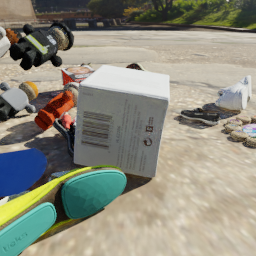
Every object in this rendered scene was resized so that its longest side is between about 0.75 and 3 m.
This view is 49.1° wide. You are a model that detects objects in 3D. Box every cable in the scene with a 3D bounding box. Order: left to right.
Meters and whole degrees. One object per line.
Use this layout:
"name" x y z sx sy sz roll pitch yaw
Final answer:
"cable" -1.470 0.104 7.381 1.060 0.549 2.183 18 16 -17

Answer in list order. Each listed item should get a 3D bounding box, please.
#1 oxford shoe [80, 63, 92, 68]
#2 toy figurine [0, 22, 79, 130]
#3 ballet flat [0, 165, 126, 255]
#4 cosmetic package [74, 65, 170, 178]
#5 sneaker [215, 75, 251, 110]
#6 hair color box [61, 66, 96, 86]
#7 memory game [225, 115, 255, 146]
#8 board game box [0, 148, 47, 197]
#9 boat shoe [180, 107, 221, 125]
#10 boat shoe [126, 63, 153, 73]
"oxford shoe" -2.633 -3.427 15.845 1.359 0.508 0.479 -20 30 -38
"toy figurine" -2.975 -1.668 8.636 2.952 2.998 2.086 7 37 26
"ballet flat" -1.283 1.191 4.634 2.738 0.915 0.918 -23 30 -39
"cosmetic package" -0.056 -0.297 6.614 1.832 1.843 2.202 9 24 4
"sneaker" 4.041 -1.374 10.701 1.134 0.965 2.564 0 20 34
"hair color box" -1.875 -1.937 11.592 1.277 0.770 2.516 -12 26 -22
"memory game" 4.038 0.065 8.163 2.357 0.150 2.357 0 23 0
"board game box" -2.591 1.053 5.627 1.963 0.382 1.551 -9 29 -7
"boat shoe" 2.328 -0.467 9.075 1.345 0.406 0.497 19 30 37
"boat shoe" 0.363 -2.452 13.100 0.937 0.935 2.532 -17 28 -22
